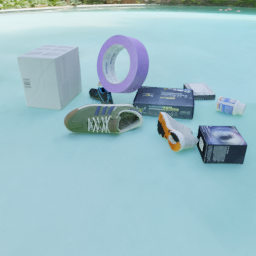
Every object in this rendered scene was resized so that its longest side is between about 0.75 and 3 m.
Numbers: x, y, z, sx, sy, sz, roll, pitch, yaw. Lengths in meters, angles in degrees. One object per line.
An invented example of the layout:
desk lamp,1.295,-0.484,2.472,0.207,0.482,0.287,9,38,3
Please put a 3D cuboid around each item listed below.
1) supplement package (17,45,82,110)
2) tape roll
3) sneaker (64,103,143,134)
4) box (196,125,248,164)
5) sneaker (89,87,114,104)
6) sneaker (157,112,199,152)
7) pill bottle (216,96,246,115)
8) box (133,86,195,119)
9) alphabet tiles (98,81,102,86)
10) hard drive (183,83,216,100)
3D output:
supplement package,-3.341,-2.335,12.447,1.719,2.236,2.338,7,29,13
tape roll,-0.255,-2.590,11.543,2.315,2.315,0.760,25,19,38
sneaker,-0.746,-0.284,9.989,2.831,0.949,1.271,-10,25,-24
box,2.902,0.491,8.816,1.219,0.757,1.229,1,29,0
sneaker,-1.206,-1.591,12.689,0.644,0.720,1.759,-21,34,-32
sneaker,1.684,0.109,9.688,0.923,0.760,2.007,-2,35,-19
pill bottle,4.234,-0.891,11.518,1.089,0.610,0.610,20,34,30
box,1.543,-1.136,11.926,2.472,0.631,1.950,5,30,10
alphabet tiles,-1.210,-2.392,14.889,0.735,0.033,0.879,-1,29,-1
hard drive,3.398,-1.778,13.476,1.143,0.310,1.637,-2,29,-3
